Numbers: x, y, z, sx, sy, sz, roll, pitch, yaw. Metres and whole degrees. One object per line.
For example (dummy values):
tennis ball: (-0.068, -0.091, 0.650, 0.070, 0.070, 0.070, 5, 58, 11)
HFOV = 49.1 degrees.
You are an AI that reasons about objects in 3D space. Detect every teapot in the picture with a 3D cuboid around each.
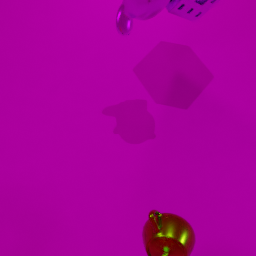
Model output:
teapot: (0.614, 1.769, 4.234, 0.821, 0.647, 1.321, -20, 106, 21)

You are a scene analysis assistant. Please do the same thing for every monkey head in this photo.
monkey head: (0.171, -2.679, 5.032, 1.347, 1.873, 1.129, 20, 43, -26)

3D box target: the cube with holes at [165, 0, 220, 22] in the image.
cube with holes: (1.392, -3.423, 6.172, 1.344, 1.344, 1.344, -13, 71, -52)
